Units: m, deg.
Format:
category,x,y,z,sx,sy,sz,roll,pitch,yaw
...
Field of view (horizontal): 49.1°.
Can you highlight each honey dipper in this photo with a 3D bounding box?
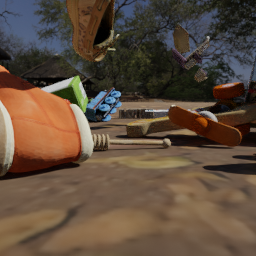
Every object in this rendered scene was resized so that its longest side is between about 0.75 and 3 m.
category,x,y,z,sx,sy,sz,roll,pitch,yaw
honey dipper,0.043,0.273,4.970,1.485,0.282,0.282,3,6,-12

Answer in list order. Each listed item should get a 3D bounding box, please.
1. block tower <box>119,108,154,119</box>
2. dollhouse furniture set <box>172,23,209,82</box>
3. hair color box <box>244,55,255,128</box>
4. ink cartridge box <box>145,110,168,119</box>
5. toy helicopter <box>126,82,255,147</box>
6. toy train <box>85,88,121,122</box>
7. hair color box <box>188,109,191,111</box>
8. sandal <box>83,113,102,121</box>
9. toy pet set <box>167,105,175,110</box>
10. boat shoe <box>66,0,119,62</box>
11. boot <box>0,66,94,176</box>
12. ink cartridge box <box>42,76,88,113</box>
category,x,y,z,sx,sy,sz,roll,pitch,yaw
block tower,0.382,-0.633,12.159,1.547,0.447,0.418,1,7,-3
dollhouse furniture set,2.165,-2.499,8.405,1.213,1.354,1.709,-38,-23,1
hair color box,3.320,-0.695,6.425,1.157,0.709,2.338,12,-17,20
ink cartridge box,1.278,-0.360,9.450,1.401,0.475,0.806,1,6,5
toy helicopter,1.323,-0.111,6.124,2.908,1.147,1.923,-9,13,16
toy train,-0.917,-0.920,10.748,0.968,0.735,1.695,17,46,20
hair color box,2.658,-0.471,10.548,0.759,0.458,1.496,3,8,18
sandal,-1.678,-0.482,10.961,1.612,0.386,0.606,0,6,4
toy pet set,2.234,-0.675,13.349,0.885,0.470,0.826,-9,46,-40
boat shoe,-0.528,-1.619,4.700,0.621,0.726,1.981,33,-10,8
boot,-1.619,-0.252,4.322,1.526,1.068,2.847,0,29,-35
ink cartridge box,-2.864,-0.783,9.663,2.696,1.021,1.992,-19,18,2
